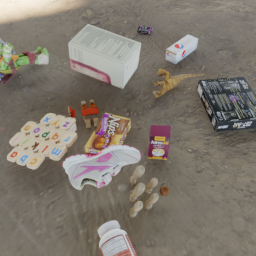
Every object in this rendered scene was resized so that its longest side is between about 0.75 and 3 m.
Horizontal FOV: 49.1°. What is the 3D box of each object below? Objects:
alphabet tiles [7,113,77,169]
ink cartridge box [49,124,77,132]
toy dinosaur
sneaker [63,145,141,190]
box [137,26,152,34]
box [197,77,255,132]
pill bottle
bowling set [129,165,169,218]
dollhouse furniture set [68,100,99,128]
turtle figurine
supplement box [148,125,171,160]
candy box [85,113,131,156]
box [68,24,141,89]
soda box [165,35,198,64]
[{"bbox_3d":[-3.185,0.424,10.470,2.566,0.187,2.510,13,51,28],"label":"alphabet tiles"},{"bbox_3d":[-2.629,-0.046,11.301,0.905,0.380,0.658,27,53,23],"label":"ink cartridge box"},{"bbox_3d":[2.074,-2.226,13.222,2.613,0.789,1.388,-32,72,-15],"label":"toy dinosaur"},{"bbox_3d":[-0.733,1.291,8.683,2.431,0.989,1.072,-15,62,-4],"label":"sneaker"},{"bbox_3d":[1.009,-5.902,16.861,0.839,0.151,0.600,11,48,8],"label":"box"},{"bbox_3d":[4.440,-1.114,12.134,2.193,0.596,2.737,-5,48,-5],"label":"box"},{"bbox_3d":[-0.282,3.426,7.789,0.861,0.861,1.535,-18,49,-16],"label":"pill bottle"},{"bbox_3d":[0.650,2.185,9.081,1.192,0.920,1.713,19,46,-10],"label":"bowling set"},{"bbox_3d":[-1.838,-0.649,11.686,1.218,0.634,1.231,-10,48,-9],"label":"dollhouse furniture set"},{"bbox_3d":[-5.461,-3.783,13.306,2.889,2.144,2.979,-14,84,-33],"label":"turtle figurine"},{"bbox_3d":[1.119,0.530,10.134,0.726,1.316,0.563,4,47,3],"label":"supplement box"},{"bbox_3d":[-0.730,0.319,10.854,1.125,0.545,1.929,15,50,16],"label":"candy box"},{"bbox_3d":[-1.092,-3.414,13.308,2.885,1.572,1.845,24,54,11],"label":"box"},{"bbox_3d":[2.886,-4.232,14.978,0.695,0.650,2.042,33,56,27],"label":"soda box"}]
